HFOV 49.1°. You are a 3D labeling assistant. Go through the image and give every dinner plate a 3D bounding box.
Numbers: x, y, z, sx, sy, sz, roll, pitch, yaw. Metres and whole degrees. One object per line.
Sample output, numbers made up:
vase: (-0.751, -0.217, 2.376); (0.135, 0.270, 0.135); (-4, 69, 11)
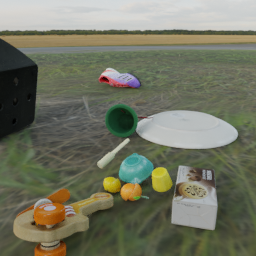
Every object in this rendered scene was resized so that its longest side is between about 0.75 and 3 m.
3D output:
dinner plate: (1.714, -0.105, 8.384); (2.988, 0.362, 2.988); (0, 18, 0)

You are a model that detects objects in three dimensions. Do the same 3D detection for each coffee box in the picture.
coffee box: (1.124, 1.119, 4.714); (0.655, 0.462, 1.159); (5, 20, 14)

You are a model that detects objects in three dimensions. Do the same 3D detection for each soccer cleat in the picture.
soccer cleat: (-0.419, -2.403, 14.360); (2.482, 0.847, 0.908); (24, 58, 35)

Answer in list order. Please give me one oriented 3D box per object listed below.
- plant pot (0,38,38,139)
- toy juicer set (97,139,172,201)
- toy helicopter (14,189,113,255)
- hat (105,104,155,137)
plant pot: (-4.198, -1.062, 7.903); (2.506, 2.825, 2.819); (19, 24, 13)
toy juicer set: (-0.018, 0.895, 5.520); (1.100, 0.471, 1.729); (-27, 32, -17)
toy helicopter: (-0.927, 1.293, 4.301); (1.119, 0.668, 1.692); (4, 7, 40)
hat: (0.002, -0.202, 8.173); (1.106, 0.916, 0.974); (29, 11, 13)
